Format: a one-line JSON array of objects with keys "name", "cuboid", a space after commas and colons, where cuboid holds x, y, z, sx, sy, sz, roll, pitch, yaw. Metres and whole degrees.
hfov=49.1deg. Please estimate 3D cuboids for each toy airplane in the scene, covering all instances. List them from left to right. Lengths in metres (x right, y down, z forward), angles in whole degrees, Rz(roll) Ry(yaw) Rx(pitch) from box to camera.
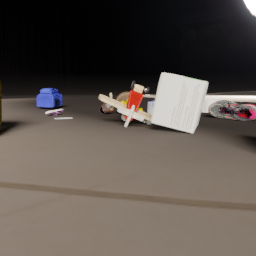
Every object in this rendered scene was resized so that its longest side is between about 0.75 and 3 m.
[{"name": "toy airplane", "cuboid": [0.128, -0.755, 11.812, 2.210, 1.566, 2.220, -15, 59, -35]}]

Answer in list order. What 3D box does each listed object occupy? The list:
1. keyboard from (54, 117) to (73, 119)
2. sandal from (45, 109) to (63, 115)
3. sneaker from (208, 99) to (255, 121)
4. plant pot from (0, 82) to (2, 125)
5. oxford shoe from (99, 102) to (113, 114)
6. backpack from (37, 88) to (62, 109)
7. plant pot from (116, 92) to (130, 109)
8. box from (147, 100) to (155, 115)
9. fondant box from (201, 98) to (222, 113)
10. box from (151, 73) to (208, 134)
[{"name": "keyboard", "cuboid": [-3.258, -0.483, 14.152, 0.907, 0.048, 0.255, -4, 14, -20]}, {"name": "sandal", "cuboid": [-4.112, -0.832, 15.643, 0.499, 0.301, 1.227, -15, 1, 35]}, {"name": "sneaker", "cuboid": [5.094, -0.876, 13.654, 2.414, 0.973, 0.901, 7, 13, 35]}, {"name": "plant pot", "cuboid": [-5.364, -0.838, 8.674, 2.608, 2.591, 2.668, 2, 4, 11]}, {"name": "oxford shoe", "cuboid": [-1.448, -1.167, 16.667, 0.679, 0.667, 1.873, -24, 5, -16]}, {"name": "backpack", "cuboid": [-5.499, -2.113, 20.177, 1.441, 1.488, 1.773, 10, 7, 13]}, {"name": "plant pot", "cuboid": [-0.004, -1.234, 15.719, 1.335, 1.335, 1.164, -1, 27, -6]}, {"name": "box", "cuboid": [2.055, -0.872, 13.682, 1.780, 0.934, 1.637, 5, 11, 26]}, {"name": "fondant box", "cuboid": [4.493, -1.551, 18.482, 2.056, 0.830, 2.850, -8, 13, -43]}, {"name": "box", "cuboid": [1.978, -0.992, 10.510, 1.622, 1.893, 1.884, 14, 13, 16]}]
